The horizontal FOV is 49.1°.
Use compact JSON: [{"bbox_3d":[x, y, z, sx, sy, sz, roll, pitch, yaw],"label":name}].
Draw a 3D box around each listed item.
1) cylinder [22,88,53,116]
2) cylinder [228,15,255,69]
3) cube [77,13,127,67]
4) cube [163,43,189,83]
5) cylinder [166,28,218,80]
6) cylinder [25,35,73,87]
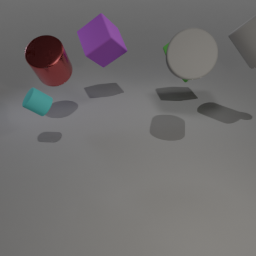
[{"bbox_3d":[-2.915,-0.836,9.031,0.700,0.700,0.700,30,13,-34],"label":"cylinder"},{"bbox_3d":[4.324,-2.938,9.274,1.400,1.400,1.400,-36,4,3],"label":"cylinder"},{"bbox_3d":[-1.121,-3.780,12.251,1.400,1.400,1.400,-29,-22,21],"label":"cube"},{"bbox_3d":[2.607,-3.190,12.397,1.400,1.400,1.400,-33,42,24],"label":"cube"},{"bbox_3d":[1.837,-2.147,8.334,1.400,1.400,1.400,4,11,6],"label":"cylinder"},{"bbox_3d":[-2.933,-2.488,10.528,1.400,1.400,1.400,-1,71,3],"label":"cylinder"}]
